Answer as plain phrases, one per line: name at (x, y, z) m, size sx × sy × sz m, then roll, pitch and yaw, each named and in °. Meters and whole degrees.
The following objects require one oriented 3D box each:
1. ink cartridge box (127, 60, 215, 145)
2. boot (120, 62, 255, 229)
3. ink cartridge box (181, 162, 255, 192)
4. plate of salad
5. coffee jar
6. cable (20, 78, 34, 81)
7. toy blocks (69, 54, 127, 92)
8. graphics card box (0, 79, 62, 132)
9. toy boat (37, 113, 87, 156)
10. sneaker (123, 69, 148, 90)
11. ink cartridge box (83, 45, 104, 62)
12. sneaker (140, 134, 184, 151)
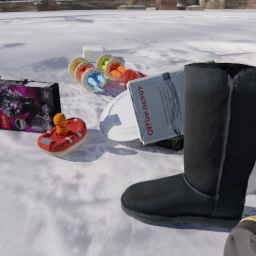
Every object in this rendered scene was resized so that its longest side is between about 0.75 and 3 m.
ink cartridge box at (1.109, -0.605, 6.684) m, size 2.062 × 1.511 × 0.856 m, roll -14°, pitch 5°, yaw -2°
boot at (1.079, 0.326, 5.021) m, size 2.460 × 2.985 × 0.980 m, roll 2°, pitch 28°, yaw 4°
ink cartridge box at (2.839, 0.519, 6.824) m, size 2.757 × 0.935 × 1.587 m, roll -17°, pitch 31°, yaw -26°
plate of salad at (0.257, -0.447, 8.414) m, size 2.373 × 0.570 × 2.373 m, roll -17°, pitch 41°, yaw 15°
coffee jar at (2.695, 1.716, 4.514) m, size 2.359 × 1.007 × 1.230 m, roll -19°, pitch 33°, yaw -31°
cable at (-4.321, -1.608, 11.734) m, size 0.792 × 0.410 × 1.630 m, roll 13°, pitch 39°, yaw -11°
toy blocks at (-1.031, -2.342, 12.161) m, size 2.406 × 1.048 × 2.887 m, roll -13°, pitch 31°, yaw -23°
graphics card box at (-3.233, -0.685, 8.554) m, size 2.355 × 1.477 × 0.599 m, roll 5°, pitch 25°, yaw 8°
toy boat at (-1.796, 0.044, 7.719) m, size 0.966 × 0.968 × 1.481 m, roll 15°, pitch 31°, yaw 27°
sneaker at (0.931, -1.727, 11.445) m, size 1.424 × 0.966 × 2.465 m, roll -4°, pitch 32°, yaw -35°
ink cartridge box at (-2.086, -4.465, 16.590) m, size 1.129 × 0.649 × 1.927 m, roll -5°, pitch 28°, yaw -9°
sneaker at (1.115, 0.317, 7.671) m, size 1.557 × 0.591 × 0.707 m, roll -4°, pitch 33°, yaw -5°
